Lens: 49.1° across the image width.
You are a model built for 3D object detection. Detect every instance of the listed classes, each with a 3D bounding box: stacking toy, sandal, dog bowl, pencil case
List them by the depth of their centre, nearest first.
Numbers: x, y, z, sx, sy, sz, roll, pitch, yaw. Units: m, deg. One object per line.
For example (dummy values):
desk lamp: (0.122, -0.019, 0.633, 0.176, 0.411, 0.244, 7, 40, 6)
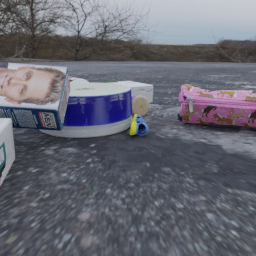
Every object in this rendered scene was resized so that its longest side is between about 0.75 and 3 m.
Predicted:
sandal: (0.323, -0.052, 7.683, 0.492, 0.449, 1.129, 10, 23, 1)
pencil case: (2.949, -0.593, 8.033, 2.960, 1.225, 1.280, 8, 38, 22)
dog bowl: (-1.284, -0.650, 8.404, 2.832, 1.115, 2.832, 0, 16, 0)
stacking toy: (0.007, -0.824, 10.044, 0.736, 0.736, 1.723, -9, 12, -30)

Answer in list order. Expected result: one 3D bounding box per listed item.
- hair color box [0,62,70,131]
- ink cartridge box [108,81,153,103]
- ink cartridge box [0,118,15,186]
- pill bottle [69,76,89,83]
hair color box: (-2.745, -0.753, 6.264, 2.677, 0.810, 1.339, 4, 54, -3)
ink cartridge box: (0.021, -1.535, 12.075, 1.338, 0.776, 1.847, -10, 19, -32)
ink cartridge box: (-2.849, 0.598, 4.297, 1.603, 0.928, 2.758, -1, 16, -10)
pill bottle: (-2.037, -1.376, 10.873, 1.160, 1.160, 1.993, -10, 18, -32)
